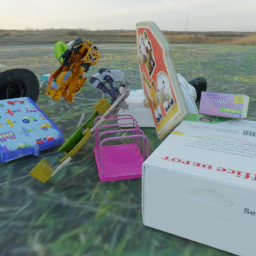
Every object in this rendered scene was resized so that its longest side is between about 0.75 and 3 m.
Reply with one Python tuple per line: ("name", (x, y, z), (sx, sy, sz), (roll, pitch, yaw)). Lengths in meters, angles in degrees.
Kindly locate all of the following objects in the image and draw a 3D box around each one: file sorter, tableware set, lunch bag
("file sorter", (-0.202, 0.377, 6.695), (1.138, 1.027, 1.637), (-4, 21, -11))
("tableware set", (-1.225, 0.128, 6.754), (1.977, 0.450, 2.935), (-39, 12, 43))
("lunch bag", (-3.017, 0.085, 7.727), (1.736, 1.084, 2.306), (-16, 35, -42))

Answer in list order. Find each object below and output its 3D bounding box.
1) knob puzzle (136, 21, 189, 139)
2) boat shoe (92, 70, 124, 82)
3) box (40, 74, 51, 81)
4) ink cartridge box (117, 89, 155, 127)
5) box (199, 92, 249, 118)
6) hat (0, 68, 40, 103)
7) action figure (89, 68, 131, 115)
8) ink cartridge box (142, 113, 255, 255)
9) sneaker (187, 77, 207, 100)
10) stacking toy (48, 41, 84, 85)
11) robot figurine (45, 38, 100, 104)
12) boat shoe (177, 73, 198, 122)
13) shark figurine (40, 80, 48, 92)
("knob puzzle", (0.496, -1.221, 6.507), (0.409, 2.947, 2.947), (-14, 23, -7))
("boat shoe", (-1.169, -3.040, 16.388), (1.872, 0.674, 0.615), (-15, 29, -15))
("box", (-4.517, -2.962, 16.566), (1.295, 0.318, 0.533), (12, 24, 29))
("ink cartridge box", (0.446, -0.764, 9.892), (1.532, 0.898, 2.092), (1, 21, 3))
("box", (2.215, -0.525, 6.390), (0.902, 0.496, 1.025), (10, 7, 27))
("hat", (-4.266, -1.131, 10.517), (2.326, 2.326, 0.938), (3, -18, 9))
("action figure", (-0.410, -1.047, 7.988), (0.577, 1.082, 1.662), (18, 29, -53))
("ink cartridge box", (1.771, 0.795, 5.264), (2.129, 1.234, 2.940), (10, 23, 24))
("sneaker", (2.445, -1.653, 12.095), (1.097, 1.044, 2.768), (17, 26, 42))
("stacking toy", (-3.531, -3.415, 15.150), (1.100, 2.358, 2.604), (-6, 19, 18))
("robot figurine", (-1.783, -1.946, 9.553), (0.678, 2.328, 1.688), (40, 15, 15))
("boat shoe", (1.987, -1.242, 10.033), (0.957, 1.054, 2.865), (-7, 47, -15))
("shark figurine", (-4.074, -1.909, 13.804), (0.545, 0.780, 1.306), (22, -1, -12))
